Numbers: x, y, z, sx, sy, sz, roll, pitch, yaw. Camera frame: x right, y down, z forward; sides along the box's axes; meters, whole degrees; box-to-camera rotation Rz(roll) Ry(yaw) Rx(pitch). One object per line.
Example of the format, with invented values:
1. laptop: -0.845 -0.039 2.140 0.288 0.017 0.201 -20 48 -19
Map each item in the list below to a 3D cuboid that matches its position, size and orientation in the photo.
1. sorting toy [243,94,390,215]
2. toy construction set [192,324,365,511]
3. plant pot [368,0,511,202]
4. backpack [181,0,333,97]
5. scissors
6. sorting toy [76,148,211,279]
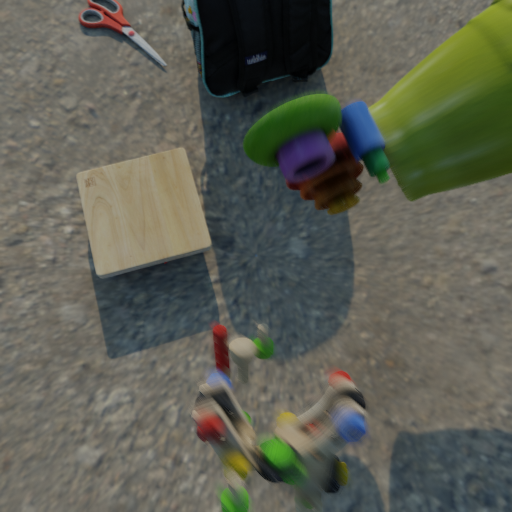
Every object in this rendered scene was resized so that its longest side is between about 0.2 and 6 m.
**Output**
1. sorting toy: 0.955 -1.172 7.327 1.535 2.555 1.049 -28 76 19
2. toy construction set: 0.133 2.125 6.735 1.937 1.784 2.322 -15 34 -20
3. plant pot: 2.790 -1.895 7.782 2.211 2.297 2.297 -28 71 16
4. backpack: -0.037 -5.038 10.493 2.865 3.259 2.498 -14 64 -3
5. scissors: -2.743 -4.933 12.104 2.491 0.174 0.911 29 71 11
6. sorting toy: -2.038 -0.726 10.350 2.046 0.716 2.058 -15 71 -6
